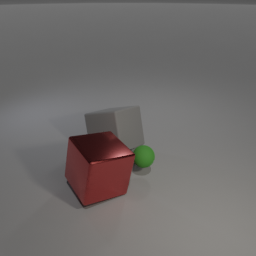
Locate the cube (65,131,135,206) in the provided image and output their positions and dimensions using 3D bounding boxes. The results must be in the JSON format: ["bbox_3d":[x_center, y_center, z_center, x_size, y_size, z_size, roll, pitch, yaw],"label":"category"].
[{"bbox_3d":[-0.843,1.078,7.968,1.400,1.400,1.400,-7,32,-34],"label":"cube"}]

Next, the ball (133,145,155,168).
[{"bbox_3d":[0.483,0.883,8.682,0.700,0.700,0.700,0,28,0],"label":"ball"}]

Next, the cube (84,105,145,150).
[{"bbox_3d":[-0.444,0.047,9.689,1.400,1.400,1.400,-2,10,37],"label":"cube"}]
